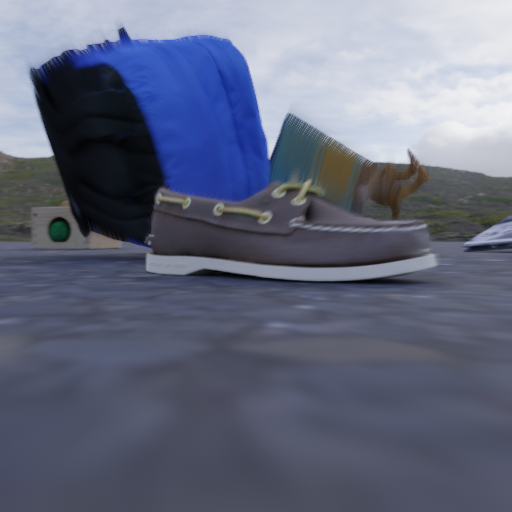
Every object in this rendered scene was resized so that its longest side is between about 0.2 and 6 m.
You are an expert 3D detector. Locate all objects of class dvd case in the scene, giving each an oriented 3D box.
[{"bbox_3d":[5.612,-0.559,11.726,2.232,0.178,1.659,-25,13,-38],"label":"dvd case"}]

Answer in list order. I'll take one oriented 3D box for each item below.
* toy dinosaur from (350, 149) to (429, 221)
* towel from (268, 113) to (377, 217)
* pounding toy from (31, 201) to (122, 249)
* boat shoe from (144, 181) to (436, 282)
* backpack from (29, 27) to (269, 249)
[{"bbox_3d":[2.183,-1.039,9.113,1.262,0.718,2.375,-38,-28,21],"label":"toy dinosaur"},{"bbox_3d":[1.138,-1.338,10.165,2.274,1.667,0.247,21,-2,-32],"label":"towel"},{"bbox_3d":[-4.743,-0.958,14.930,2.024,1.563,2.198,0,2,15],"label":"pounding toy"},{"bbox_3d":[0.115,-0.195,4.102,2.350,0.699,0.844,1,2,36],"label":"boat shoe"},{"bbox_3d":[-1.363,-1.911,8.417,3.107,3.008,3.702,-30,27,-25],"label":"backpack"}]
